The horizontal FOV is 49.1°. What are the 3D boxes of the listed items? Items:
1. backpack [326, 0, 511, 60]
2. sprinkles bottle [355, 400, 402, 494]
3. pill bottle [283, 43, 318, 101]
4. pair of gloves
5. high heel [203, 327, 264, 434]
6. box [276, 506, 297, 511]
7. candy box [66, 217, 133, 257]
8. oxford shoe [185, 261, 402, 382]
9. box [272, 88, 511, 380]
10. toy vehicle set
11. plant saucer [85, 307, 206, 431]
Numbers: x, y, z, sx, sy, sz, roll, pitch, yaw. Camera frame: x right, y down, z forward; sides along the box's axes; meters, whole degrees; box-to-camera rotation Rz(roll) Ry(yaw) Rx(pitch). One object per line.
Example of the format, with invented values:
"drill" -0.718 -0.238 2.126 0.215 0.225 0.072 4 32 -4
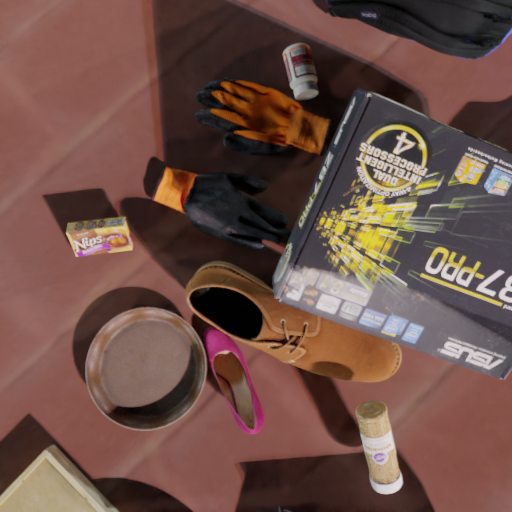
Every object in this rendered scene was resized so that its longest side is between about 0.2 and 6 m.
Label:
"backpack" 3.198 -5.096 9.272 3.183 2.586 2.671 29 80 5
"sprinkles bottle" 1.868 2.908 8.518 0.482 0.482 1.413 -16 108 -2
"pill bottle" 0.812 -3.277 10.026 0.506 0.506 0.887 -12 81 -2
"pair of gloves" -0.221 -1.667 9.858 2.585 0.359 2.902 22 83 3
"high heel" -0.398 1.980 9.013 0.614 0.874 1.823 -21 82 -3
"box" 1.073 5.290 8.689 2.174 0.517 2.099 16 79 3
"candy box" -2.648 -0.326 9.515 0.982 0.573 0.277 -7 44 -2
"oxford shoe" 0.538 1.223 8.794 3.641 1.298 1.299 19 101 3
"box" 2.588 -0.216 8.174 3.904 0.958 3.146 21 111 -9
"toy vehicle set" -2.902 4.773 8.813 3.000 0.398 1.864 44 84 6
"plant saucer" -1.809 1.857 9.321 1.987 0.319 1.987 0 82 0
